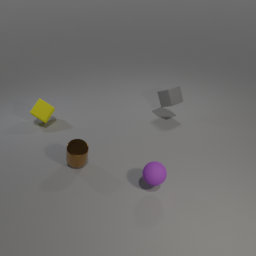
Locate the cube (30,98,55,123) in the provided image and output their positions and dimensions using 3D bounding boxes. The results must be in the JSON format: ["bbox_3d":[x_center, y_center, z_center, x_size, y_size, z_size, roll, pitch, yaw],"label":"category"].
[{"bbox_3d":[-3.522,-0.695,11.582,0.700,0.700,0.700,33,-11,-8],"label":"cube"}]

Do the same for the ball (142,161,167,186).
[{"bbox_3d":[0.769,1.316,8.097,0.700,0.700,0.700,0,30,0],"label":"ball"}]

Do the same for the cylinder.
[{"bbox_3d":[-1.662,0.830,9.179,0.700,0.700,0.700,7,49,-8],"label":"cylinder"}]

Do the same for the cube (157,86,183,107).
[{"bbox_3d":[1.783,-1.322,11.782,0.700,0.700,0.700,-23,12,-33],"label":"cube"}]
